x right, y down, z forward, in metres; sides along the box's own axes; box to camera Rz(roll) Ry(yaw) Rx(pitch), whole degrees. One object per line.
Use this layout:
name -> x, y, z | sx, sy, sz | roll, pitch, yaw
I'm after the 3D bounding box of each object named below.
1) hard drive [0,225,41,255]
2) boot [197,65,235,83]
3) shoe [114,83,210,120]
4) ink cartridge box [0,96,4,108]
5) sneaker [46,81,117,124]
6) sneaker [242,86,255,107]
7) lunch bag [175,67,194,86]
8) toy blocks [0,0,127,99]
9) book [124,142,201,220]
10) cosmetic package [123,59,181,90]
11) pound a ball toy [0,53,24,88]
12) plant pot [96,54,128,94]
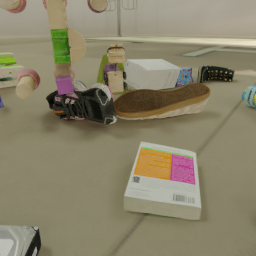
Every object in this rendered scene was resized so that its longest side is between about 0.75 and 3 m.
hard drive -> -2.062, 1.576, 2.935 | 1.925, 0.364, 1.345 | 0, 21, 2
boot -> 3.888, -2.365, 12.348 | 1.441, 0.689, 1.908 | 12, 25, 22
shoe -> 0.997, -0.606, 8.030 | 2.969, 0.792, 1.038 | -11, 46, -15
ink cartridge box -> -4.008, -0.892, 8.630 | 0.183, 0.388, 0.826 | -20, 25, -23
sneaker -> -1.368, -0.564, 7.655 | 1.207, 1.123, 2.796 | -25, 22, -28
sneaker -> 4.025, -0.842, 8.500 | 1.227, 0.747, 1.879 | 15, 17, 28
lunch bag -> 1.883, -2.172, 12.116 | 1.105, 0.690, 1.468 | -16, 14, -38
toy blocks -> -1.722, -2.418, 7.737 | 2.916, 2.725, 2.454 | -7, 25, -10
book -> 0.636, 0.827, 4.800 | 1.125, 0.405, 1.683 | 6, 23, 9
cosmetic package -> 0.914, -2.053, 10.630 | 2.070, 0.878, 1.114 | -15, 41, -43
pound a ball toy -> -5.395, -1.756, 10.561 | 2.896, 1.230, 1.889 | -20, 55, -40
plant pot -> -0.632, -2.128, 10.811 | 1.283, 1.371, 1.283 | 0, 22, 0
